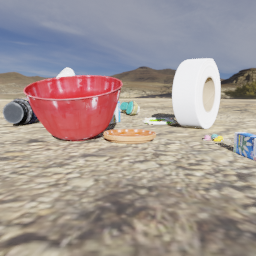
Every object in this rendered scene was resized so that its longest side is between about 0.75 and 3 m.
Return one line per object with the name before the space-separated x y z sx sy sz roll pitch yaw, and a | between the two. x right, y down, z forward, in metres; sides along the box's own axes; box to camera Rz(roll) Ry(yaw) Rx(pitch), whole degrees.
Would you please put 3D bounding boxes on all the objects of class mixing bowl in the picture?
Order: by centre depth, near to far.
mixing bowl | -1.608 -0.590 8.855 2.978 1.613 2.978 -2 22 1

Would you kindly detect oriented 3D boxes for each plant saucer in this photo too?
plant saucer | 0.057 0.258 8.759 1.630 0.263 1.630 1 8 0

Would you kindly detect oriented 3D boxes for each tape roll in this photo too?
tape roll | 2.861 -1.395 11.431 0.989 2.827 2.827 6 10 36

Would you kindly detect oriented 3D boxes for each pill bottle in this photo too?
pill bottle | -4.745 -0.758 12.738 1.197 1.197 2.141 0 7 3

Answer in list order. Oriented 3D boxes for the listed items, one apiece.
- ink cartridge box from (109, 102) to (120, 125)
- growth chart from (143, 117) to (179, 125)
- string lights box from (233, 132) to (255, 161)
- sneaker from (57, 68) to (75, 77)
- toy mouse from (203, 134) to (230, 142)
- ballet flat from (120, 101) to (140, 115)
ink cartridge box | -1.078 -0.727 13.121 1.030 1.012 1.399 3 8 19
growth chart | 1.502 -0.321 13.310 1.636 0.200 2.260 -1 7 1
string lights box | 2.880 0.423 6.570 0.295 0.513 0.999 -1 8 -9
sneaker | -3.026 -1.589 11.664 0.966 2.577 1.117 15 -23 20
toy mouse | 2.659 0.293 8.835 0.834 0.161 0.741 -2 8 -15
ballet flat | 0.256 -1.241 17.797 0.963 0.963 2.725 -2 9 -17
